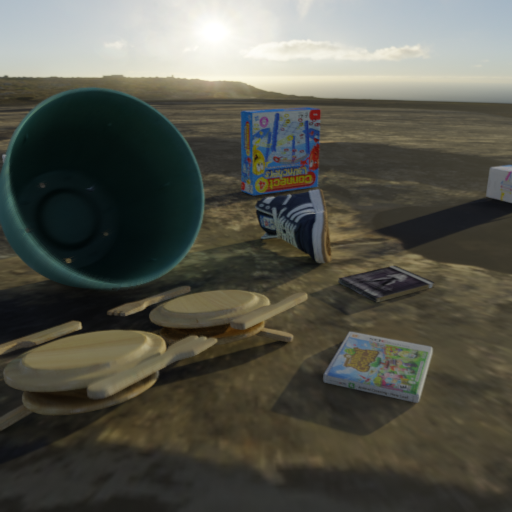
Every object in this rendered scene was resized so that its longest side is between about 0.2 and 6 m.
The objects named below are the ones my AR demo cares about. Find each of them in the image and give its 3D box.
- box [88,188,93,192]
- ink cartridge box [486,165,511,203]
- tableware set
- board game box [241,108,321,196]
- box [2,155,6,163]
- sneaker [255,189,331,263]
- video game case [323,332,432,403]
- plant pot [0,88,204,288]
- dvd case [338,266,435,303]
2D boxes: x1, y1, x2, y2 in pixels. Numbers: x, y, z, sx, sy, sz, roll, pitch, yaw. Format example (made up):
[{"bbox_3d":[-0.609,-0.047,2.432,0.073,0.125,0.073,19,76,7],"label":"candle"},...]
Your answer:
[{"bbox_3d":[-2.885,-1.441,12.686,2.058,0.666,2.610,14,23,21],"label":"box"},{"bbox_3d":[6.425,-1.724,13.704,0.784,0.764,1.220,-10,21,-27],"label":"ink cartridge box"},{"bbox_3d":[-1.068,1.042,6.179,2.202,0.668,3.332,1,11,37],"label":"tableware set"},{"bbox_3d":[0.651,-2.760,14.665,2.122,2.078,0.593,-12,23,-28],"label":"board game box"},{"bbox_3d":[-7.106,-2.627,16.441,0.548,0.639,0.636,-7,21,-27],"label":"box"},{"bbox_3d":[0.646,-0.503,10.208,1.327,0.857,2.446,-6,25,6],"label":"sneaker"},{"bbox_3d":[1.411,1.227,6.375,1.021,0.124,1.121,8,21,22],"label":"video game case"},{"bbox_3d":[-2.493,-0.759,8.363,2.747,2.747,2.204,-15,-1,-36],"label":"plant pot"},{"bbox_3d":[2.017,0.418,8.694,1.197,0.096,0.890,-11,23,-29],"label":"dvd case"}]
